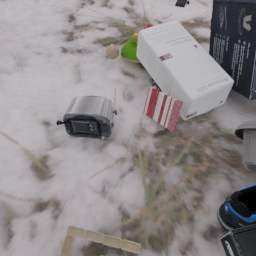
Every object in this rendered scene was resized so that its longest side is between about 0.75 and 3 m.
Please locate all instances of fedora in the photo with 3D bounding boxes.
[{"bbox_3d":[3.255,0.586,5.642,2.264,2.002,1.022,16,80,-11],"label":"fedora"}]

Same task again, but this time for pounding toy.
[{"bbox_3d":[0.281,-2.706,8.711,1.867,0.866,1.441,2,33,2],"label":"pounding toy"}]

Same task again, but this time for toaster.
[{"bbox_3d":[-0.964,-0.289,6.854,1.378,0.783,0.890,3,45,9],"label":"toaster"}]

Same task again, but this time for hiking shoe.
[{"bbox_3d":[2.769,1.416,5.226,2.117,0.918,0.787,-12,50,-10],"label":"hiking shoe"}]

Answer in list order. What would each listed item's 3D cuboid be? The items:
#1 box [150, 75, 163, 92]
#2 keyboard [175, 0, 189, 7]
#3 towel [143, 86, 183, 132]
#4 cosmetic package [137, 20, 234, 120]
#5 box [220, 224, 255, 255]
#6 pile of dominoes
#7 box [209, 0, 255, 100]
[{"bbox_3d":[1.206,-1.363,8.069,1.106,0.349,1.402,-1,48,-1],"label":"box"},{"bbox_3d":[2.328,-5.325,11.745,0.553,0.118,0.922,13,51,11],"label":"keyboard"},{"bbox_3d":[0.829,-0.479,6.836,0.123,0.777,1.079,-11,34,-40],"label":"towel"},{"bbox_3d":[1.373,-1.584,7.324,1.307,0.952,2.571,-24,60,-17],"label":"cosmetic package"},{"bbox_3d":[3.119,2.597,4.115,2.610,0.642,2.702,-9,59,-10],"label":"box"},{"bbox_3d":[-0.491,2.401,4.782,1.436,0.229,1.119,11,70,10],"label":"pile of dominoes"},{"bbox_3d":[3.156,-2.145,7.161,1.288,2.157,2.194,-9,28,-9],"label":"box"}]
